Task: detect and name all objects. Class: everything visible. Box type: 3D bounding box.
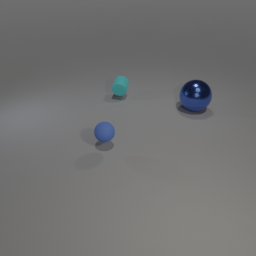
[{"bbox_3d":[2.958,-1.415,12.270,1.400,1.400,1.400,0,30,0],"label":"ball"},{"bbox_3d":[-0.790,0.134,9.445,0.700,0.700,0.700,0,30,0],"label":"ball"},{"bbox_3d":[-0.362,-2.009,13.353,0.700,0.700,0.700,5,44,9],"label":"cylinder"}]
